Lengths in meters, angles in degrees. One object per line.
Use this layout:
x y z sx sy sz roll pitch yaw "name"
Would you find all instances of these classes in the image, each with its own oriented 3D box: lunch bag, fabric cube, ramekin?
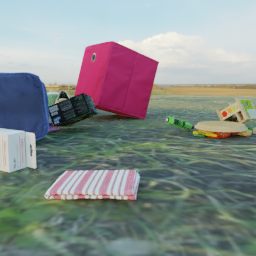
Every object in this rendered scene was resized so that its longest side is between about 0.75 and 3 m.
-3.801 -0.562 8.090 2.910 1.977 1.925 -5 9 -18 "lunch bag"
-0.691 -2.308 14.162 2.973 2.963 2.916 14 0 -35 "fabric cube"
-4.346 -1.097 13.922 2.615 1.277 2.615 0 9 0 "ramekin"

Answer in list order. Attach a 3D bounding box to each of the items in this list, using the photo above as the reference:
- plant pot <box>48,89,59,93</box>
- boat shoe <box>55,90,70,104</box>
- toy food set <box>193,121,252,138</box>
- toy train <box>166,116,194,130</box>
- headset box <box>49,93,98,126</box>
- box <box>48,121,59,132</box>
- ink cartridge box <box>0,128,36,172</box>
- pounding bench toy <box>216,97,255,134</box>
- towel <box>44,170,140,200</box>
-4.151 -1.315 15.789 1.000 1.490 1.490 -48 31 -21 "plant pot"
-2.840 -0.898 12.151 0.846 0.775 2.265 -11 34 -8 "boat shoe"
3.058 0.047 9.277 1.708 0.420 1.726 8 12 44 "toy food set"
1.858 -0.153 9.860 0.418 0.309 1.482 12 0 44 "toy train"
-1.972 -0.628 10.294 1.410 0.751 1.620 -21 -1 3 "headset box"
-3.607 -0.072 10.232 1.791 0.350 1.225 3 7 18 "box"
-2.473 0.428 5.623 1.310 0.760 0.444 5 10 28 "ink cartridge box"
4.022 -0.250 10.134 0.862 1.387 1.082 -5 -22 -38 "pounding bench toy"
-0.511 0.910 4.438 1.364 0.204 0.998 -2 8 6 "towel"
